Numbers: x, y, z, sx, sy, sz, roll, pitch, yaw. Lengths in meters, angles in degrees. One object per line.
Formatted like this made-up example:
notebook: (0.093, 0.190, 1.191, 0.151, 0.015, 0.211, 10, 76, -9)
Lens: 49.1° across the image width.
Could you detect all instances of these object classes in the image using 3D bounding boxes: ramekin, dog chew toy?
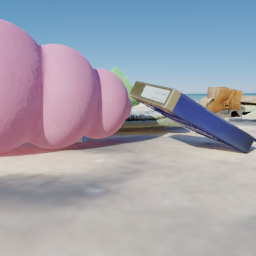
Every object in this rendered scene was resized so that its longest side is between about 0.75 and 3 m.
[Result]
ramekin: (-0.338, -1.358, 10.410, 0.811, 1.661, 1.661, -34, 10, -4)
dog chew toy: (-1.182, -0.440, 3.872, 2.715, 1.691, 1.691, 7, 1, -31)

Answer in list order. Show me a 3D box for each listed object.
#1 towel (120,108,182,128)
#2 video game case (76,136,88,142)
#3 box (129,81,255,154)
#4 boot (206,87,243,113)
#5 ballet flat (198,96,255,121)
towel: (-0.170, -0.271, 6.708, 2.616, 0.452, 2.519, 0, 3, -2)
video game case: (-1.447, 0.129, 5.087, 1.417, 0.126, 1.014, 0, 6, -2)
box: (0.939, -0.105, 3.806, 1.717, 0.278, 1.040, 24, 3, -26)
boot: (2.864, -0.636, 8.438, 1.009, 1.305, 0.481, 9, 45, 17)
ballet flat: (3.505, -0.638, 9.088, 2.543, 0.866, 0.855, -2, 44, 23)
